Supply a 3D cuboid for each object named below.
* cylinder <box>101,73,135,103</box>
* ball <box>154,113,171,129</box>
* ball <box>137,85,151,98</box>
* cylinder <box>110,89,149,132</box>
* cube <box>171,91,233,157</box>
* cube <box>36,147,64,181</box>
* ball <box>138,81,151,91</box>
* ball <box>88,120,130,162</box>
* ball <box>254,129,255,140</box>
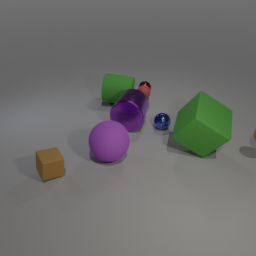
[{"bbox_3d":[-0.463,-1.890,13.684,1.400,1.400,1.400,9,30,5],"label":"cylinder"},{"bbox_3d":[1.427,-0.288,11.664,0.700,0.700,0.700,0,29,0],"label":"ball"},{"bbox_3d":[0.815,-1.859,14.455,0.700,0.700,0.700,0,29,0],"label":"ball"},{"bbox_3d":[0.087,-0.767,11.796,1.400,1.400,1.400,7,30,12],"label":"cylinder"},{"bbox_3d":[2.559,-0.116,9.657,1.400,1.400,1.400,31,49,-10],"label":"cube"},{"bbox_3d":[-2.480,1.127,8.889,0.700,0.700,0.700,-11,36,-31],"label":"cube"},{"bbox_3d":[0.907,-2.174,15.094,0.700,0.700,0.700,0,29,0],"label":"ball"},{"bbox_3d":[-0.641,0.440,9.540,1.400,1.400,1.400,0,29,0],"label":"ball"},{"bbox_3d":[4.554,0.223,9.290,0.700,0.700,0.700,0,29,0],"label":"ball"}]
